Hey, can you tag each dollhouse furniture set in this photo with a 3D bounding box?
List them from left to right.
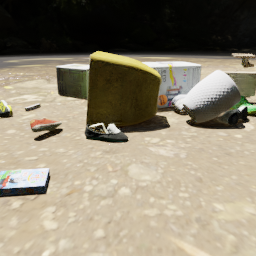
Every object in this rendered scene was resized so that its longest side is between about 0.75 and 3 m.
[{"bbox_3d":[5.340,-2.404,14.165,1.768,2.496,2.717,5,18,14],"label":"dollhouse furniture set"}]

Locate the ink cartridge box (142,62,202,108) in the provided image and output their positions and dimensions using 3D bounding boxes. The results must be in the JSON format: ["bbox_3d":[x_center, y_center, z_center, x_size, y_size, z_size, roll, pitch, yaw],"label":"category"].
[{"bbox_3d":[1.956,-2.291,14.500,2.881,2.093,2.084,-5,19,-15],"label":"ink cartridge box"}]

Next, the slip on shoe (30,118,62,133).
[{"bbox_3d":[-2.993,-0.154,10.318,0.544,0.449,1.469,-35,-12,27],"label":"slip on shoe"}]

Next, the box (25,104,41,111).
[{"bbox_3d":[-4.644,-1.009,13.696,0.186,0.174,0.900,-4,15,28],"label":"box"}]

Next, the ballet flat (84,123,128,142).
[{"bbox_3d":[-0.776,0.137,9.759,1.604,0.549,0.545,4,19,11],"label":"ballet flat"}]

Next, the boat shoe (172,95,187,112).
[{"bbox_3d":[3.351,-1.140,13.349,2.526,0.895,0.882,-6,46,-26],"label":"boat shoe"}]

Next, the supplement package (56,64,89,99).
[{"bbox_3d":[-2.834,-2.838,16.725,2.276,1.714,1.727,11,21,29],"label":"supplement package"}]

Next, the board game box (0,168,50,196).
[{"bbox_3d":[-2.577,1.301,6.825,1.199,0.219,0.907,-2,18,-8],"label":"board game box"}]

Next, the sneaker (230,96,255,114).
[{"bbox_3d":[5.348,-1.110,13.113,0.674,0.760,1.819,-10,22,-29],"label":"sneaker"}]

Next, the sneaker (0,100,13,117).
[{"bbox_3d":[-5.823,-0.893,12.779,0.646,0.568,1.527,-17,25,-40],"label":"sneaker"}]

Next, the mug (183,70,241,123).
[{"bbox_3d":[3.318,-1.144,11.809,1.924,1.620,2.194,-35,-4,-1],"label":"mug"}]

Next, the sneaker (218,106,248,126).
[{"bbox_3d":[4.470,-0.578,11.803,1.749,0.652,0.762,-15,19,-38],"label":"sneaker"}]

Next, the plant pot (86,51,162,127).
[{"bbox_3d":[-0.126,-1.631,11.831,2.842,2.778,2.760,5,19,-2],"label":"plant pot"}]
